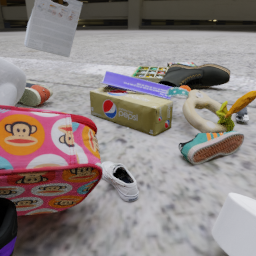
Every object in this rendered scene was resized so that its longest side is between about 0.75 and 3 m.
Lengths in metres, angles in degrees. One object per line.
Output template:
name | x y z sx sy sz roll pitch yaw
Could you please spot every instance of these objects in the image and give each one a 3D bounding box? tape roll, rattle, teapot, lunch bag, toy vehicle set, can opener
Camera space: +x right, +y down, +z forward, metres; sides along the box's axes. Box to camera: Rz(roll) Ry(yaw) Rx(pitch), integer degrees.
tape roll | 1.870 1.402 3.348 1.625 0.568 1.625 24 4 -2
rattle | 2.151 -0.973 7.775 1.507 1.653 2.314 -14 52 -12
teapot | -4.723 -1.165 8.414 2.929 2.167 2.968 22 -5 -25
lunch bag | -1.812 0.694 4.096 2.586 2.278 1.060 4 54 -25
toy vehicle set | 1.110 -2.620 13.857 1.649 0.352 2.653 4 24 10
can opener | 3.644 -0.545 8.908 0.365 0.457 1.367 8 25 17

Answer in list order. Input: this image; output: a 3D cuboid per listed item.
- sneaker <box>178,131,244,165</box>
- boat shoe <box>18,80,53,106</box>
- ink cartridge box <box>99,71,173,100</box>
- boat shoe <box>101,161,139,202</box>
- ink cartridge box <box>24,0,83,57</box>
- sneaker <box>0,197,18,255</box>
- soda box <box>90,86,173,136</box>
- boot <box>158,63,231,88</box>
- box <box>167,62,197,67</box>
sneaker | 1.985 0.333 6.682 1.699 0.606 0.679 -13 31 -24
boat shoe | -3.997 -1.442 10.383 2.579 0.918 0.807 16 34 23
ink cartridge box | 0.356 -1.418 9.570 2.305 0.505 2.326 14 7 3
boat shoe | -0.170 0.915 5.553 0.485 0.431 1.319 -14 27 -29
ink cartridge box | -2.591 -3.599 9.727 1.592 1.959 0.559 7 18 -32
sneaker | -2.235 1.240 2.727 0.909 1.300 2.614 30 15 27
soda box | 0.035 -0.595 8.543 2.628 0.841 0.890 18 29 37
boot | 2.738 -1.906 11.724 2.732 1.058 1.890 6 33 26
box | 2.897 -2.911 14.379 1.478 0.466 2.686 0 23 0
